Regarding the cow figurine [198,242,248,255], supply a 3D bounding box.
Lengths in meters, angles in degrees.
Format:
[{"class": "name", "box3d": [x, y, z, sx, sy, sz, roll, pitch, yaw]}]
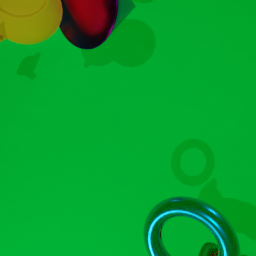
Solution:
[{"class": "cow figurine", "box3d": [1.910, 2.422, 4.444, 1.596, 1.571, 0.876, 15, 72, 32]}]

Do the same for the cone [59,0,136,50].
[{"class": "cone", "box3d": [-0.330, -2.494, 5.664, 1.643, 1.643, 1.649, 49, 40, 14]}]

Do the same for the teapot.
[{"class": "teapot", "box3d": [-1.730, -2.179, 4.753, 1.262, 0.994, 2.030, 36, 77, -3]}]

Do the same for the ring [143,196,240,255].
[{"class": "ring", "box3d": [0.740, 1.412, 3.430, 1.193, 0.239, 1.193, 6, 103, 27]}]
